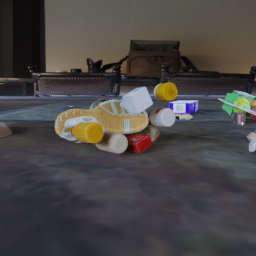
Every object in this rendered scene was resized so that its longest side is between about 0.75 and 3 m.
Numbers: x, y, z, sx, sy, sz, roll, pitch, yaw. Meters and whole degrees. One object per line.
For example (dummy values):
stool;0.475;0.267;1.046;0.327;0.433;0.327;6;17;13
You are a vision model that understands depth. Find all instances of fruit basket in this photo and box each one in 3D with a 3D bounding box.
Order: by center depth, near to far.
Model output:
fruit basket;5.246;-0.824;11.625;2.131;1.079;2.301;4;14;-31

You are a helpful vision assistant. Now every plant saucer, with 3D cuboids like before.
plant saucer;-4.627;0.025;8.273;2.228;0.408;2.228;1;8;0

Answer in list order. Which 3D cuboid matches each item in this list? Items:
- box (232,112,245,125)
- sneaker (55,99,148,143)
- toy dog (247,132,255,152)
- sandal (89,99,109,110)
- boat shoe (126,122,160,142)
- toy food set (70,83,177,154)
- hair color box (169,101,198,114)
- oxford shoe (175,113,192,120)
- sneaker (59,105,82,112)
box;4.286;-0.370;10.853;0.317;0.423;0.845;1;7;7
sneaker;-0.591;-0.093;6.895;2.253;0.852;0.988;-3;-23;11
toy dog;3.244;0.192;6.163;0.736;1.008;1.528;41;23;8
sandal;-0.797;-0.518;9.401;1.056;0.759;2.659;36;13;-6
boat shoe;-0.092;0.035;7.373;1.979;0.712;0.668;12;7;31
toy food set;-0.002;-0.154;6.338;2.448;1.169;1.102;-35;18;-25
hair color box;3.078;-1.145;15.347;1.113;0.660;2.037;3;11;26
oxford shoe;2.378;-0.442;12.098;0.807;0.286;0.298;3;30;37
sneaker;-3.131;-0.977;15.350;1.282;0.450;0.526;0;-11;-3
